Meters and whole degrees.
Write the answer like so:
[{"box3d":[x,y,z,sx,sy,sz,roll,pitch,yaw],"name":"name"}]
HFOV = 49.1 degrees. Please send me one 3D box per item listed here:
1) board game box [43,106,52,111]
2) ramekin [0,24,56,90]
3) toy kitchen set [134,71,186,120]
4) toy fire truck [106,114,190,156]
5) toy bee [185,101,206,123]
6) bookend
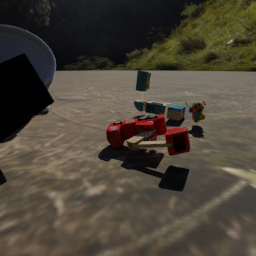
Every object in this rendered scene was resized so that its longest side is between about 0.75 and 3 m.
[{"box3d":[-3.123,-0.671,9.695,0.843,0.123,0.567,0,12,-6],"name":"board game box"},{"box3d":[-3.712,-1.582,8.436,2.856,1.499,2.856,12,52,-16],"name":"ramekin"},{"box3d":[0.984,-1.049,8.708,1.609,1.289,0.948,11,14,18],"name":"toy kitchen set"},{"box3d":[0.321,0.156,5.481,1.707,0.416,1.204,-9,21,14],"name":"toy fire truck"},{"box3d":[1.914,-0.476,7.565,0.481,0.580,0.885,-30,-16,8],"name":"toy bee"},{"box3d":[-3.038,-0.105,5.041,2.368,1.098,2.383,-18,21,29],"name":"bookend"}]
